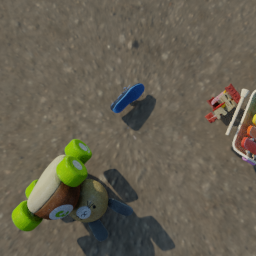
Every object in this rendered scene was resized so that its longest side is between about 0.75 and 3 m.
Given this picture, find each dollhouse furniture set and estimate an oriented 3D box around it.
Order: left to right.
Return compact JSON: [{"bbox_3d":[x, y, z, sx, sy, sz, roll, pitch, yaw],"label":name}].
[{"bbox_3d":[2.655,-0.682,8.206,1.497,0.806,0.609,-30,82,-46],"label":"dollhouse furniture set"}]

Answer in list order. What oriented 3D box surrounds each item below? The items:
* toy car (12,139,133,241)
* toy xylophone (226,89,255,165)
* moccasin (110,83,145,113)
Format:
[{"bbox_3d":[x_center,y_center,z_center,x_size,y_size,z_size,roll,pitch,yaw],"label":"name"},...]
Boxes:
[{"bbox_3d":[-1.267,2.083,7.739,2.671,2.107,2.194,41,104,-15],"label":"toy car"},{"bbox_3d":[3.560,-0.140,7.913,0.583,1.698,2.319,20,95,47],"label":"toy xylophone"},{"bbox_3d":[-0.063,-0.996,8.669,1.274,0.435,0.513,-38,123,-17],"label":"moccasin"}]
